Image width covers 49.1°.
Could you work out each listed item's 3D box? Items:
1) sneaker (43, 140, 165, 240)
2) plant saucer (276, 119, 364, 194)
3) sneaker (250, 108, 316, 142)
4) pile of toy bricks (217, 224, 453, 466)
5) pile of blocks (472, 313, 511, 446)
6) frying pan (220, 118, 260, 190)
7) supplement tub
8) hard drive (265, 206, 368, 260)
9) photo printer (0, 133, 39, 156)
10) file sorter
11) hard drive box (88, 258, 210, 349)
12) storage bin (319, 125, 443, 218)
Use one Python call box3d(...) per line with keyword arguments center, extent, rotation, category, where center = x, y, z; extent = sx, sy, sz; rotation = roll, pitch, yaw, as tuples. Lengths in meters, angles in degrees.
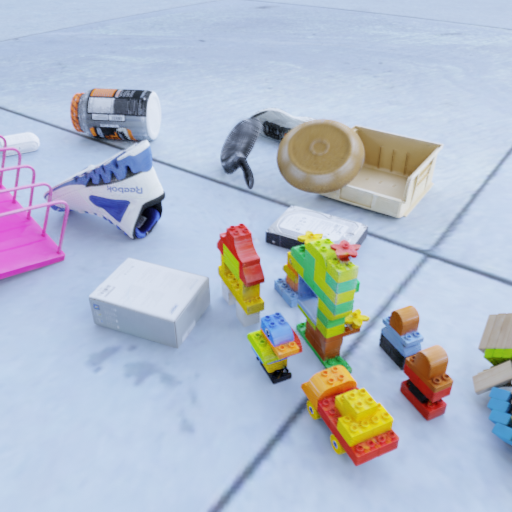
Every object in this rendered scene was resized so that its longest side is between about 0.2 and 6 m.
box3d(center=(-2.628, -0.949, 10.205), extent=(2.645, 1.527, 1.068), rotation=(-13, 22, 36), category="sneaker")
box3d(center=(1.256, -2.071, 11.107), extent=(1.758, 0.311, 1.758), rotation=(-4, 66, 8), category="plant saucer")
box3d(center=(0.648, -3.088, 13.608), extent=(1.925, 0.711, 0.763), rotation=(14, 41, 19), category="sneaker")
box3d(center=(0.928, 0.558, 7.242), extent=(2.084, 1.854, 3.756), rotation=(-15, 37, -21), category="pile of toy bricks")
box3d(center=(3.265, 1.730, 6.742), extent=(0.731, 0.966, 2.353), rotation=(38, 41, -20), category="pile of blocks")
box3d(center=(-0.433, -2.037, 11.874), extent=(0.368, 1.367, 2.261), rotation=(26, 52, -24), category="frying pan")
box3d(center=(-3.413, -3.457, 13.677), extent=(1.969, 1.206, 1.206), rotation=(4, 35, 7), category="supplement tub")
box3d(center=(1.089, -0.399, 10.034), extent=(1.561, 0.295, 1.091), rotation=(19, 39, 24), category="hard drive")
box3d(center=(-5.624, -2.679, 13.338), extent=(0.860, 0.298, 0.715), rotation=(-17, 37, -24), category="photo printer")
box3d(center=(-4.233, -0.868, 9.079), extent=(2.115, 1.326, 1.470), rotation=(42, 38, 22), category="file sorter")
box3d(center=(-1.538, 0.656, 8.253), extent=(1.403, 0.539, 1.094), rotation=(13, 37, 18), category="hard drive box")
box3d(center=(2.462, -1.752, 11.440), extent=(1.978, 0.927, 1.964), rotation=(21, 39, 27), category="storage bin")
